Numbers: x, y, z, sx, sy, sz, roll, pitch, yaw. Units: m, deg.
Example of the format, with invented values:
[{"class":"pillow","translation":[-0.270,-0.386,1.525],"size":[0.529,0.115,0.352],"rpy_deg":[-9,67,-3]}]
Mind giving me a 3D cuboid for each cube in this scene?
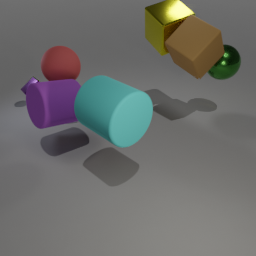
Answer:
[{"class":"cube","translation":[2.443,-2.907,10.182],"size":[1.400,1.400,1.400],"rpy_deg":[-47,60,2]},{"class":"cube","translation":[-3.532,-1.412,10.709],"size":[0.700,0.700,0.700],"rpy_deg":[-48,38,-7]},{"class":"cube","translation":[1.587,-3.964,10.949],"size":[1.400,1.400,1.400],"rpy_deg":[-24,56,-13]}]

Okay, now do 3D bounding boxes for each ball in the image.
[{"class":"ball","translation":[-2.411,-2.233,10.084],"size":[1.400,1.400,1.400],"rpy_deg":[0,30,0]},{"class":"ball","translation":[3.823,-2.654,11.333],"size":[1.400,1.400,1.400],"rpy_deg":[0,30,0]}]

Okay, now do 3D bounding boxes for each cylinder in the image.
[{"class":"cylinder","translation":[-2.275,-0.785,8.851],"size":[1.400,1.400,1.400],"rpy_deg":[-15,32,-39]},{"class":"cylinder","translation":[-0.357,-0.430,6.863],"size":[1.400,1.400,1.400],"rpy_deg":[-25,40,-37]}]
